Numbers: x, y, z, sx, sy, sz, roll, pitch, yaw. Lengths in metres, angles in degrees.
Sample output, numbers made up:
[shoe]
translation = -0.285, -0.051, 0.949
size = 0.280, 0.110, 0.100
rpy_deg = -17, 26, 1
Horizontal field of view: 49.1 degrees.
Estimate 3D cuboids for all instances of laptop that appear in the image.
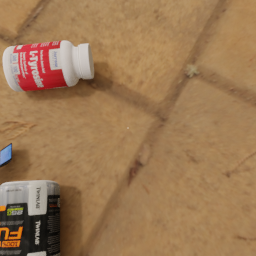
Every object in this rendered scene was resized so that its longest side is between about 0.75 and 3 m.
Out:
[laptop]
translation = -3.679, 0.912, 7.897
size = 0.462, 0.792, 0.894
rpy_deg = 58, 39, -6

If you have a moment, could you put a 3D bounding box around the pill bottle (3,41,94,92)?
[pill bottle]
translation = -2.296, -1.873, 8.408
size = 2.423, 1.360, 1.360
rpy_deg = -6, 75, 1

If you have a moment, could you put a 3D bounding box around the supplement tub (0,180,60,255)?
[supplement tub]
translation = -2.531, 2.688, 7.154
size = 1.570, 1.570, 2.562
rpy_deg = -4, 74, -1
